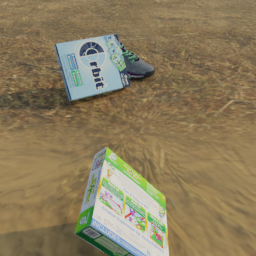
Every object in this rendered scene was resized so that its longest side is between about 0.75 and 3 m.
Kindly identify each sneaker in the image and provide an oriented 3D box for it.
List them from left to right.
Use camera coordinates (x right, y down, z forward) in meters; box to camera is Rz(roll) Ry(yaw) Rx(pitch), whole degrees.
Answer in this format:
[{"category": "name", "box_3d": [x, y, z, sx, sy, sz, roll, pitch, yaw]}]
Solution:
[{"category": "sneaker", "box_3d": [-0.179, -2.604, 10.316, 2.552, 1.117, 0.950, 21, 42, 27]}]

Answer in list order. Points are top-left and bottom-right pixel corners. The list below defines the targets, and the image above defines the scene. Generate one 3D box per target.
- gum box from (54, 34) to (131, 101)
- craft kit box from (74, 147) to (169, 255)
[{"category": "gum box", "box_3d": [-1.102, -1.947, 8.962, 2.051, 1.743, 0.457, -17, 6, -21]}, {"category": "craft kit box", "box_3d": [0.012, 1.326, 4.448, 0.391, 1.610, 1.590, -35, 24, 27]}]
